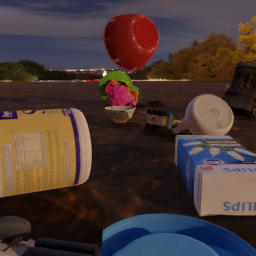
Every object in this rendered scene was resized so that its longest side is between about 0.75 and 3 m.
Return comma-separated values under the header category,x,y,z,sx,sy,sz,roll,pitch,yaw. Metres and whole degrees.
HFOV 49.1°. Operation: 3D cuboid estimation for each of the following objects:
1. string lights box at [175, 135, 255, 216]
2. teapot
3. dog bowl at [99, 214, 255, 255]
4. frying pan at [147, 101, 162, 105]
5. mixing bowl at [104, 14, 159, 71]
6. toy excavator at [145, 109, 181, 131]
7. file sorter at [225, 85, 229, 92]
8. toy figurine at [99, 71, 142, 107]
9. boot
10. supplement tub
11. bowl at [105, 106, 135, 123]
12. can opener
category,x,y,z,sx,sy,sz,roll,pitch,yaw
string lights box,1.340,0.598,4.190,0.993,0.570,1.933,0,11,0
teapot,2.004,-0.182,7.203,1.274,0.930,1.257,31,58,6
dog bowl,-0.011,1.166,1.549,1.174,0.522,2.107,10,15,40
frying pan,1.412,-1.248,14.268,0.830,0.223,1.372,-1,13,-3
mixing bowl,0.334,-3.267,10.239,2.167,2.167,1.174,-9,2,-37
toy excavator,1.262,-0.212,8.476,1.150,0.591,1.183,11,7,40
file sorter,5.026,-1.221,11.765,1.868,1.163,1.296,3,11,15
toy figurine,-0.239,-1.531,13.600,2.335,1.753,2.149,23,19,-18
boot,4.963,-1.328,10.600,2.770,0.959,2.412,12,61,29
supplement tub,-1.439,0.332,3.991,1.617,1.176,1.176,-4,12,-24
bowl,-0.268,-0.454,9.631,1.047,0.491,1.047,-1,12,0
can opener,-0.797,1.043,2.536,1.089,0.364,0.291,2,12,12
